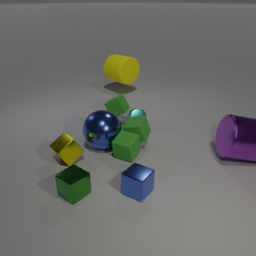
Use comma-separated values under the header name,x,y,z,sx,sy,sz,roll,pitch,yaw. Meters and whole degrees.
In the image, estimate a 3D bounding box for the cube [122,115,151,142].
name,x,y,z,sx,sy,sz,roll,pitch,yaw
cube,0.323,0.041,10.038,0.700,0.700,0.700,-5,33,27

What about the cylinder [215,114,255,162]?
name,x,y,z,sx,sy,sz,roll,pitch,yaw
cylinder,3.809,0.341,9.163,1.400,1.400,1.400,9,27,-7

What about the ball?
name,x,y,z,sx,sy,sz,roll,pitch,yaw
ball,-0.910,0.059,9.946,1.400,1.400,1.400,0,28,0

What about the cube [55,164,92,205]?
name,x,y,z,sx,sy,sz,roll,pitch,yaw
cube,-1.525,1.567,7.856,0.700,0.700,0.700,21,34,34

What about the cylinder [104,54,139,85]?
name,x,y,z,sx,sy,sz,roll,pitch,yaw
cylinder,-0.346,-3.138,14.941,1.400,1.400,1.400,-21,31,-34

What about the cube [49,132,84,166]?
name,x,y,z,sx,sy,sz,roll,pitch,yaw
cube,-2.023,0.690,9.248,0.700,0.700,0.700,-45,42,-15

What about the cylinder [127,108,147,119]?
name,x,y,z,sx,sy,sz,roll,pitch,yaw
cylinder,0.353,-0.454,11.526,0.700,0.700,0.700,-5,6,-10

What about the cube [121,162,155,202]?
name,x,y,z,sx,sy,sz,roll,pitch,yaw
cube,0.284,1.518,7.933,0.700,0.700,0.700,17,31,30

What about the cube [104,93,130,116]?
name,x,y,z,sx,sy,sz,roll,pitch,yaw
cube,-0.442,-0.916,11.644,0.700,0.700,0.700,-22,13,23

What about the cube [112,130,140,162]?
name,x,y,z,sx,sy,sz,roll,pitch,yaw
cube,-0.053,0.613,9.502,0.700,0.700,0.700,14,42,25
